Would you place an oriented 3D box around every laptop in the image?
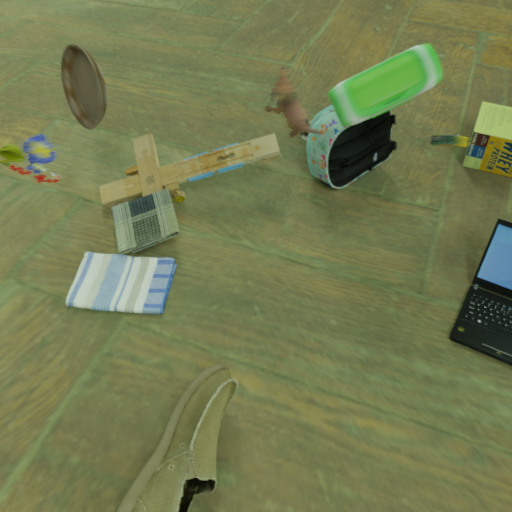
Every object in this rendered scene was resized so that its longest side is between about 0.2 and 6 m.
[{"bbox_3d":[4.959,0.773,10.124,2.083,1.214,2.350,22,50,21],"label":"laptop"}]

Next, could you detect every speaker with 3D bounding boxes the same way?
[{"bbox_3d":[2.383,-3.151,10.414,1.953,0.864,0.864,-24,46,10],"label":"speaker"}]

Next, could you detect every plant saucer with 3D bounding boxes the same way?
[{"bbox_3d":[-3.281,-3.246,10.774,0.253,1.578,1.578,-22,48,-38],"label":"plant saucer"}]

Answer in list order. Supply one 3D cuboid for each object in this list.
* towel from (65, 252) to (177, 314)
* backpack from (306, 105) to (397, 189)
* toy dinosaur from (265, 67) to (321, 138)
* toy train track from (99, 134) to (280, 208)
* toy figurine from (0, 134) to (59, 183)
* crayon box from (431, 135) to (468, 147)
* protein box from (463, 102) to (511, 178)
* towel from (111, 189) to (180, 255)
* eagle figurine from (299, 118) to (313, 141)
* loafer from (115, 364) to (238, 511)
[{"bbox_3d":[-2.647,0.507,11.070,1.944,0.231,1.428,5,47,4],"label":"towel"},{"bbox_3d":[2.072,-2.632,13.058,2.026,1.798,1.525,-38,51,-21],"label":"backpack"},{"bbox_3d":[0.546,-2.201,8.457,0.476,0.751,1.108,-40,93,-4],"label":"toy dinosaur"},{"bbox_3d":[-1.467,-1.830,12.706,4.132,0.672,2.370,-16,69,5],"label":"toy train track"},{"bbox_3d":[-4.383,-2.034,10.858,0.705,1.337,0.801,-2,70,31],"label":"toy figurine"},{"bbox_3d":[3.904,-2.303,11.264,0.511,0.205,0.806,9,11,37],"label":"crayon box"},{"bbox_3d":[6.085,-2.833,13.756,1.524,1.028,1.513,17,48,16],"label":"protein box"},{"bbox_3d":[-2.352,-0.711,11.860,1.373,0.246,1.426,-19,51,0],"label":"towel"},{"bbox_3d":[1.404,-3.399,14.805,0.540,0.537,0.712,56,23,-3],"label":"eagle figurine"},{"bbox_3d":[-0.937,2.948,8.171,0.977,1.101,2.897,20,59,17],"label":"loafer"}]
